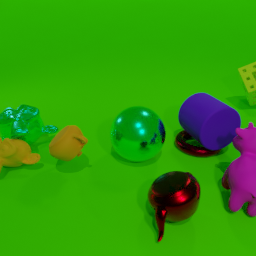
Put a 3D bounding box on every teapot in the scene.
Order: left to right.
[{"bbox_3d":[-1.210,0.362,5.696,1.242,0.608,0.772,-23,29,46],"label":"teapot"},{"bbox_3d":[0.777,1.205,4.660,0.890,0.701,1.432,-3,27,40],"label":"teapot"}]

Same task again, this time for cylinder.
[{"bbox_3d":[1.847,-0.172,6.456,1.035,1.035,1.035,-9,28,-16],"label":"cylinder"}]

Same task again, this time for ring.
[{"bbox_3d":[1.730,0.336,6.868,1.168,0.234,1.168,0,28,0],"label":"ring"}]

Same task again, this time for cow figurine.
[{"bbox_3d":[2.158,0.674,4.965,0.748,1.341,1.363,14,28,3],"label":"cow figurine"}]

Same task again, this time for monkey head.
[{"bbox_3d":[-2.508,0.640,5.938,1.218,0.734,0.876,3,66,30],"label":"monkey head"},{"bbox_3d":[-2.462,0.085,6.533,1.617,0.975,1.164,-15,39,-14],"label":"monkey head"}]

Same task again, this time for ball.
[{"bbox_3d":[0.214,0.128,6.172,1.230,1.230,1.230,0,28,0],"label":"ball"}]

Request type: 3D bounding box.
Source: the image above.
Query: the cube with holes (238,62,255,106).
[{"bbox_3d":[4.062,-1.414,8.666,0.920,0.920,0.920,-20,60,18],"label":"cube with holes"}]
